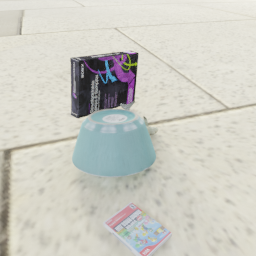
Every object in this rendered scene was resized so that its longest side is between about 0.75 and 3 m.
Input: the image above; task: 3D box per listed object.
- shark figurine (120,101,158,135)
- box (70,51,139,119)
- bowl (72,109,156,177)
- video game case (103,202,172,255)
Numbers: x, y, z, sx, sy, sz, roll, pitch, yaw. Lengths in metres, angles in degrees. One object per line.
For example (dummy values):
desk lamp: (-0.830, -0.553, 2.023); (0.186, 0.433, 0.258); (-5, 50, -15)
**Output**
shark figurine: (0.182, -0.075, 6.861); (0.482, 1.154, 0.690); (-28, 26, 47)
box: (-0.581, -1.193, 7.422); (2.079, 1.486, 0.375); (-20, 35, -40)
bowl: (-0.306, 0.182, 5.859); (1.790, 0.937, 1.790); (-1, 21, 0)
video game case: (0.144, 1.654, 4.577); (0.673, 0.082, 0.941); (-27, 41, -37)
